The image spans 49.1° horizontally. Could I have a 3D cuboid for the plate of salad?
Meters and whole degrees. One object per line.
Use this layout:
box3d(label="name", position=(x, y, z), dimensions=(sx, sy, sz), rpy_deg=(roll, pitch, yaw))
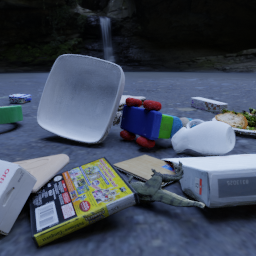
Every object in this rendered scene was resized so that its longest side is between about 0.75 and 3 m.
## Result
box3d(label="plate of salad", position=(4.435, -0.312, 9.753), dimensions=(2.880, 0.692, 2.880), rpy_deg=(0, 13, 0))

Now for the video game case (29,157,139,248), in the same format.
box3d(label="video game case", position=(-0.817, 1.061, 4.561), dimensions=(1.510, 0.213, 1.671), rpy_deg=(-20, 19, -15))

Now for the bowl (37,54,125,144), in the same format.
box3d(label="bowl", position=(-1.342, -0.828, 8.494), dimensions=(2.488, 2.484, 0.929), rpy_deg=(16, -5, 21))

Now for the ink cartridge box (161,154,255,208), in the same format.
box3d(label="ink cartridge box", position=(2.021, 0.925, 5.581), dimensions=(2.190, 0.677, 2.700), rpy_deg=(-2, -4, -9))

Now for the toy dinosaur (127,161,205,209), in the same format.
box3d(label="toy dinosaur", position=(0.483, 0.981, 4.773), dimensions=(2.083, 0.494, 0.918), rpy_deg=(-1, 25, 40))

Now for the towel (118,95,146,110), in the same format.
box3d(label="towel", position=(-0.436, -1.348, 14.323), dimensions=(1.780, 0.463, 2.686), rpy_deg=(9, 17, 33))

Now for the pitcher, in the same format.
box3d(label="pitcher", position=(1.949, 0.148, 7.026), dimensions=(1.379, 0.836, 1.183), rpy_deg=(-3, 39, 42))

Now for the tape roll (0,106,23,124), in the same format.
box3d(label="tape roll", position=(-4.946, -0.426, 9.797), dimensions=(2.365, 0.568, 2.365), rpy_deg=(-4, 6, 0))

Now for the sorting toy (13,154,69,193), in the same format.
box3d(label="sorting toy", position=(-2.127, 0.927, 5.290), dimensions=(1.654, 0.302, 1.531), rpy_deg=(-6, 13, 14))

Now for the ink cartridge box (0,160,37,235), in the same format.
box3d(label="ink cartridge box", position=(-2.149, 0.948, 4.196), dimensions=(1.249, 0.526, 0.903), rpy_deg=(7, 59, 26))

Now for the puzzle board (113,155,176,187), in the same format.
box3d(label="puzzle board", position=(0.508, 0.909, 6.085), dimensions=(1.047, 0.121, 1.389), rpy_deg=(-11, 18, -41))

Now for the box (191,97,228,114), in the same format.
box3d(label="box", position=(3.808, -1.090, 13.299), dimensions=(0.487, 0.455, 2.350), rpy_deg=(-5, 15, -19))

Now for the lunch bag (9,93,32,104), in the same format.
box3d(label="lunch bag", position=(-5.927, -1.639, 15.523), dimensions=(0.978, 0.461, 1.220), rpy_deg=(4, 15, 7))

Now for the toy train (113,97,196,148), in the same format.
box3d(label="toy train", position=(0.579, -0.215, 8.687), dimensions=(1.705, 1.247, 2.946), rpy_deg=(7, 6, -29))
